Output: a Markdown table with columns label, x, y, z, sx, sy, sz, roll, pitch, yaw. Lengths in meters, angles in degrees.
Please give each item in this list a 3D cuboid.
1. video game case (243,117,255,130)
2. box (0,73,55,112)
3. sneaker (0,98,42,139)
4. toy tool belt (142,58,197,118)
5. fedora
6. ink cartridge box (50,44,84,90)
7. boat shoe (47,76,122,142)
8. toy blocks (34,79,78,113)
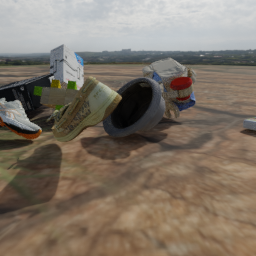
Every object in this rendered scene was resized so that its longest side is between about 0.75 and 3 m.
| label | x | y | z | sx | sy | sz | roll | pitch | yaw |
| --- | --- | --- | --- | --- | --- | --- | --- | --- | --- |
| video game case | 5.374 | -0.075 | 8.188 | 2.570 | 0.311 | 2.823 | -11 | 16 | -32 |
| box | -4.016 | -1.282 | 10.725 | 1.851 | 1.034 | 2.623 | -8 | 18 | 10 |
| sneaker | -3.101 | -0.355 | 7.796 | 1.869 | 0.708 | 0.860 | 22 | 64 | 17 |
| toy tool belt | 1.667 | -1.263 | 10.082 | 1.870 | 1.840 | 2.995 | -20 | 30 | -2 |
| fedora | 0.284 | -0.482 | 8.028 | 0.903 | 2.001 | 1.769 | 31 | 31 | -42 |
| ink cartridge box | -2.900 | -2.634 | 13.394 | 0.888 | 2.106 | 1.537 | -17 | -25 | 24 |
| boat shoe | -1.182 | -0.406 | 6.512 | 2.676 | 0.839 | 0.981 | -26 | 26 | 48 |
| toy blocks | -1.960 | -0.937 | 10.039 | 2.280 | 1.139 | 1.559 | 6 | -6 | 10 |
